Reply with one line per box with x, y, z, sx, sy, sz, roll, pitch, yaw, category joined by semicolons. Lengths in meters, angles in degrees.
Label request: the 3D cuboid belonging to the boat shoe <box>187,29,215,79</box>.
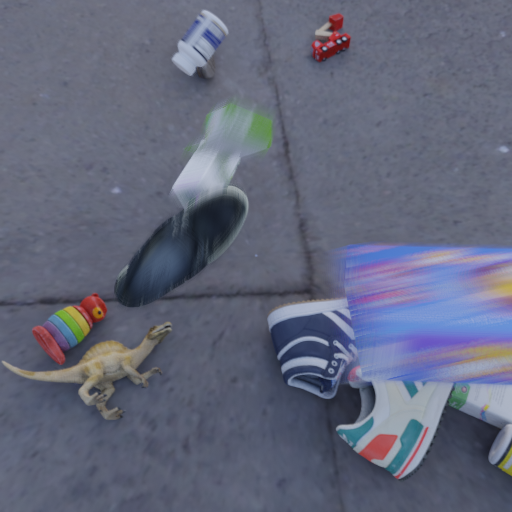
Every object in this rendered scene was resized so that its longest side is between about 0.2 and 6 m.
-1.473;-5.157;14.267;0.752;0.764;2.050;-9;49;6;boat shoe

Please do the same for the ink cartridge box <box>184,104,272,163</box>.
-0.406;-1.637;7.643;0.757;1.024;0.388;11;78;-42;ink cartridge box

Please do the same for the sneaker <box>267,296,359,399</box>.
1.738;1.506;9.727;2.937;1.029;1.593;-9;53;2;sneaker

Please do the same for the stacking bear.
-3.292;1.221;10.152;1.296;0.787;0.737;-39;25;-30;stacking bear

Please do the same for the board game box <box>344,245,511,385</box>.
3.021;0.721;7.639;3.379;0.757;2.272;2;28;2;board game box

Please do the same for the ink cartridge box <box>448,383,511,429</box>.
3.931;2.329;9.537;1.169;0.511;0.849;21;61;15;ink cartridge box

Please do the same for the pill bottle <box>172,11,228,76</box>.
-0.883;-3.239;8.594;0.494;0.494;0.890;39;93;22;pill bottle

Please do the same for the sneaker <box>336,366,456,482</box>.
2.461;1.930;9.394;1.535;1.156;3.284;26;64;10;sneaker

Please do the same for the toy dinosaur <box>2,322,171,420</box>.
-2.732;2.061;9.707;2.887;0.840;1.460;-15;43;-18;toy dinosaur

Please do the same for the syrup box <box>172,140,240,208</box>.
-0.876;-1.496;10.197;0.640;0.619;1.573;-6;40;27;syrup box

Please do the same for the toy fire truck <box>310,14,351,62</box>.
1.915;-5.759;14.789;1.481;0.361;1.045;-32;62;-18;toy fire truck

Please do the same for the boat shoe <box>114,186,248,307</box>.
-1.171;-0.099;8.589;2.575;0.854;0.962;-35;99;4;boat shoe

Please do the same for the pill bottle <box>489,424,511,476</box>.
4.414;3.281;8.802;1.282;0.718;0.718;29;62;19;pill bottle
